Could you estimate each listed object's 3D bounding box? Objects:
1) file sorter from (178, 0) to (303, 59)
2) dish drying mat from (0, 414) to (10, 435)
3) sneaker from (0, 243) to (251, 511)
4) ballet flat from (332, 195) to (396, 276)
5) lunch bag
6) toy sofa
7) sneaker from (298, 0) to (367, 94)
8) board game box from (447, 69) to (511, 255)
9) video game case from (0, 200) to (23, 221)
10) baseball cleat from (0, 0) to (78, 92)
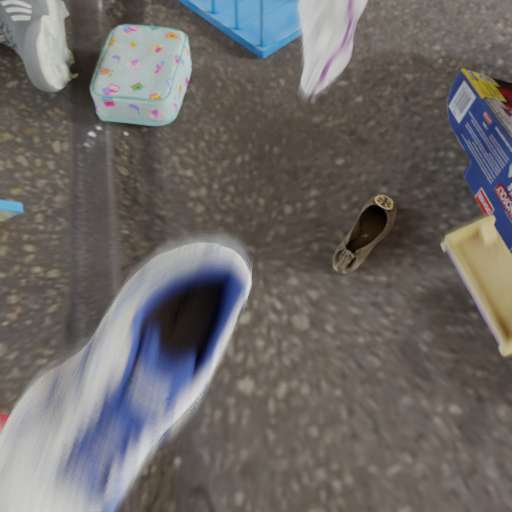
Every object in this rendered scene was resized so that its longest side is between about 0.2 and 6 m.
[{"bbox_3d":[-0.161,-5.616,10.637,2.055,1.817,2.962,-39,66,-21],"label":"file sorter"},{"bbox_3d":[-3.233,2.397,6.543,3.015,0.274,1.158,12,60,7],"label":"dish drying mat"},{"bbox_3d":[-1.196,1.179,4.747,1.227,1.437,3.261,34,71,-15],"label":"sneaker"},{"bbox_3d":[1.611,-0.374,8.214,0.537,0.370,1.594,32,63,18],"label":"ballet flat"},{"bbox_3d":[-2.000,-3.163,9.733,1.548,0.744,1.931,4,58,6],"label":"lunch bag"},{"bbox_3d":[2.359,0.299,5.527,0.524,0.618,1.266,-25,70,6],"label":"toy sofa"},{"bbox_3d":[0.862,-2.892,7.118,0.818,1.643,0.615,38,41,23],"label":"sneaker"},{"bbox_3d":[4.590,-1.169,8.053,3.206,0.989,3.208,11,42,-15],"label":"board game box"},{"bbox_3d":[-3.328,-0.436,5.827,0.987,1.379,0.123,-15,82,27],"label":"video game case"},{"bbox_3d":[-4.266,-3.954,10.120,1.847,1.210,3.470,-14,49,-2],"label":"baseball cleat"}]
